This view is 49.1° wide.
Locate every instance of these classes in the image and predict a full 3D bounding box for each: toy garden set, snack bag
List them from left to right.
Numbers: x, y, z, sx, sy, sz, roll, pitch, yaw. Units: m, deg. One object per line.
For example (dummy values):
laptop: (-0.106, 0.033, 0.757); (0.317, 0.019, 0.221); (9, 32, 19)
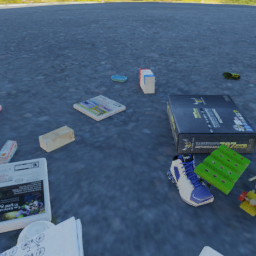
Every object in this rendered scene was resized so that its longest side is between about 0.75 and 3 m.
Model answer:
snack bag: (-1.409, 2.366, 4.183); (1.669, 0.190, 1.770); (-26, 35, 3)
toy garden set: (2.519, 1.186, 6.536); (1.565, 0.375, 1.878); (34, 31, 24)

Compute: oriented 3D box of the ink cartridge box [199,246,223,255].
ink cartridge box: (1.137, 2.487, 3.211); (1.164, 1.811, 1.134); (24, 55, 34)

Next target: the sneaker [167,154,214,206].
sneaker: (1.368, 1.076, 6.473); (0.571, 0.816, 1.413); (-13, 32, -19)

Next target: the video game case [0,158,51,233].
video game case: (-2.961, 1.516, 6.273); (2.295, 0.268, 2.087); (-8, 30, -15)

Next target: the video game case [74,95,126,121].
video game case: (-1.059, -0.773, 10.366); (1.323, 0.160, 1.453); (-25, 39, -37)

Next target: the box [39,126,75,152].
box: (-2.088, 0.313, 8.254); (0.444, 0.364, 0.936); (25, 38, 37)

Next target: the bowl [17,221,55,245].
bowl: (-1.674, 2.036, 5.229); (0.868, 0.390, 0.868); (-1, 30, 0)

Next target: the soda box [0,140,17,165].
soda box: (-3.318, 0.669, 7.711); (0.259, 0.278, 0.814); (4, 30, -2)

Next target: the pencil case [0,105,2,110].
pencil case: (-4.779, -0.597, 9.882); (0.339, 0.339, 0.775); (3, 29, 5)

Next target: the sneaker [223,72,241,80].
sneaker: (4.878, -2.465, 13.239); (0.816, 0.319, 0.348); (15, 25, 8)

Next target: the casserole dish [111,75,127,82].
casserole dish: (-0.416, -2.288, 13.028); (0.762, 0.148, 0.462); (13, 32, 23)

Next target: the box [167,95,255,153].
box: (2.462, -0.239, 8.863); (2.194, 0.710, 2.782); (0, 29, 2)

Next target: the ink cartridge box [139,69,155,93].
ink cartridge box: (0.795, -2.064, 12.019); (0.434, 0.750, 1.292); (-4, 30, -7)
